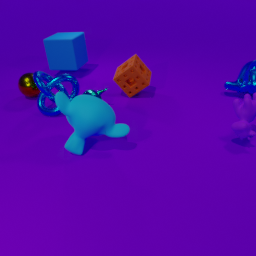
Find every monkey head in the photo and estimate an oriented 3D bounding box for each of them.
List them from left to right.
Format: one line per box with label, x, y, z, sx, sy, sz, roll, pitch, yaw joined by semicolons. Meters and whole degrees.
monkey head;-0.977;-0.073;6.633;1.866;1.124;1.342;27;69;-13
monkey head;3.954;-1.697;9.298;1.359;1.138;1.889;11;1;14

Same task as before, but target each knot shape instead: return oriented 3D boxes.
knot shape;-2.250;-1.023;8.594;1.524;0.704;1.426;18;65;-25

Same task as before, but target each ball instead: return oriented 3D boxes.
ball;-3.247;-1.440;9.365;0.823;0.823;0.823;0;32;0

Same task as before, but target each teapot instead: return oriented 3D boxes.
teapot;-1.052;-0.862;8.535;1.082;0.673;0.530;-48;29;-20

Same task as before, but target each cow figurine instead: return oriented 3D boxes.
cow figurine;2.977;-0.272;6.980;1.042;1.026;0.572;-24;12;-33

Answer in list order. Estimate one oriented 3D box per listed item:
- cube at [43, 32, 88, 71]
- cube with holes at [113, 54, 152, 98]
cube;-2.398;-3.021;11.007;1.193;1.193;1.193;4;31;15
cube with holes;0.164;-1.748;9.407;0.863;0.863;0.863;-30;28;30
